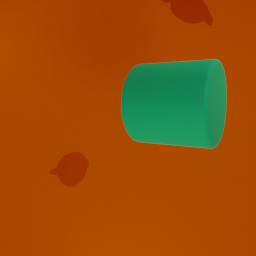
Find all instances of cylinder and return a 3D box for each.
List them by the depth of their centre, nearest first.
[{"bbox_3d":[0.618,-0.307,3.586,1.057,1.057,1.057,4,68,30],"label":"cylinder"}]
